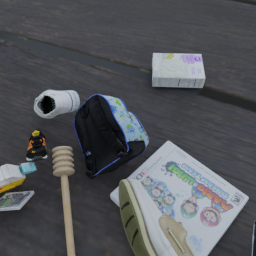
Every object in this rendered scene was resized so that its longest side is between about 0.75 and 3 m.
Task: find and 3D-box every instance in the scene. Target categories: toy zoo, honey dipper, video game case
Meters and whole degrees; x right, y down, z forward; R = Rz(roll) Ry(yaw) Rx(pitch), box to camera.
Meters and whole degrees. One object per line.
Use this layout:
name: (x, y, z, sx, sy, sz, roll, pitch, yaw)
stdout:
toy zoo: (-3.369, 1.375, 5.885, 2.890, 1.896, 0.296, -20, 81, -20)
honey dipper: (-1.352, 1.709, 6.211, 0.506, 0.506, 2.666, -8, 66, -7)
video game case: (1.222, 1.683, 6.749, 2.485, 0.294, 2.262, 37, 59, 26)
video game case: (-2.681, 1.689, 6.512, 0.721, 0.093, 0.793, -6, 13, 6)

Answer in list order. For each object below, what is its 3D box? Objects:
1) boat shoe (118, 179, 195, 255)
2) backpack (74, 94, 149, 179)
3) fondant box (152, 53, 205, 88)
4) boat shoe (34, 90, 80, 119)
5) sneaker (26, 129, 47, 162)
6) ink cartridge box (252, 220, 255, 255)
boat shoe: (0.652, 2.238, 5.497, 0.965, 1.055, 2.822, -13, 60, -22)
backpack: (-0.475, 0.116, 7.052, 1.291, 1.608, 1.757, -3, 62, -52)
fondant box: (1.654, -1.945, 9.405, 1.672, 0.487, 1.206, 2, 54, 1)
boat shoe: (-2.136, -0.670, 7.451, 0.717, 2.147, 0.790, -11, 92, -41)
sneaker: (-2.186, 0.379, 6.651, 0.463, 0.595, 1.323, -7, 11, -14)
ink cartridge box: (2.667, 2.757, 4.879, 0.980, 0.384, 2.069, 3, 92, 27)
